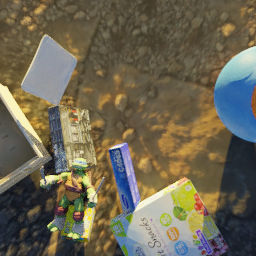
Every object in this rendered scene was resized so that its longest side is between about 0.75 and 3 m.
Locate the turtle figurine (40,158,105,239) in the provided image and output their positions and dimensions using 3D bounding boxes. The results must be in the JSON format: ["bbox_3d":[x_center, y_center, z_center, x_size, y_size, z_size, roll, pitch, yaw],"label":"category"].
[{"bbox_3d":[-1.392,1.617,6.378,1.299,1.805,1.751,7,95,-15],"label":"turtle figurine"}]

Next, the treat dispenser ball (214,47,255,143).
[{"bbox_3d":[3.711,-0.902,7.609,2.635,2.635,2.635,0,83,0],"label":"treat dispenser ball"}]

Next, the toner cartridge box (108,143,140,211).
[{"bbox_3d":[-0.085,1.379,8.067,0.386,0.849,1.788,-13,92,14],"label":"toner cartridge box"}]

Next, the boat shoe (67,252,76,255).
[{"bbox_3d":[-1.800,3.958,7.794,0.400,1.196,0.341,-28,115,32],"label":"boat shoe"}]

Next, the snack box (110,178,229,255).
[{"bbox_3d":[1.117,3.012,7.962,2.593,0.877,2.186,-30,85,-1],"label":"snack box"}]

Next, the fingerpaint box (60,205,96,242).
[{"bbox_3d":[-1.405,2.723,7.999,0.775,0.341,0.929,3,45,6],"label":"fingerpaint box"}]

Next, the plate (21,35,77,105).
[{"bbox_3d":[-2.317,-1.646,8.275,0.266,1.644,1.640,20,86,26],"label":"plate"}]

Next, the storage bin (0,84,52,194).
[{"bbox_3d":[-4.213,0.468,8.093,2.815,1.329,2.836,-34,84,-3],"label":"storage bin"}]

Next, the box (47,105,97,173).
[{"bbox_3d":[-1.564,0.313,8.051,0.450,1.426,1.808,-13,83,25],"label":"box"}]
